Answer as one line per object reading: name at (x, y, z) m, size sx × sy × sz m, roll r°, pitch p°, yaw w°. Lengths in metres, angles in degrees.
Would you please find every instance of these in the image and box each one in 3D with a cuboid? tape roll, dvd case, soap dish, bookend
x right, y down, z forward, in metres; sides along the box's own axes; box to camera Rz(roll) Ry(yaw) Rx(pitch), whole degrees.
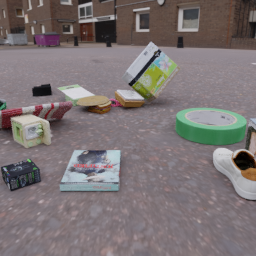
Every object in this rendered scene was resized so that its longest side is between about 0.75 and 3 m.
tape roll at (3.147, -0.133, 10.786) m, size 2.590 × 0.623 × 2.590 m, roll 0°, pitch 20°, yaw 0°
dvd case at (-0.962, 1.141, 7.943) m, size 1.509 × 0.228 × 2.067 m, roll 0°, pitch 21°, yaw 1°
soap dish at (0.063, -1.448, 13.916) m, size 1.283 × 0.521 × 1.010 m, roll -2°, pitch 34°, yaw -39°
bookend at (-5.119, -2.260, 16.629) m, size 1.090 × 0.502 × 1.083 m, roll -8°, pitch 21°, yaw -17°

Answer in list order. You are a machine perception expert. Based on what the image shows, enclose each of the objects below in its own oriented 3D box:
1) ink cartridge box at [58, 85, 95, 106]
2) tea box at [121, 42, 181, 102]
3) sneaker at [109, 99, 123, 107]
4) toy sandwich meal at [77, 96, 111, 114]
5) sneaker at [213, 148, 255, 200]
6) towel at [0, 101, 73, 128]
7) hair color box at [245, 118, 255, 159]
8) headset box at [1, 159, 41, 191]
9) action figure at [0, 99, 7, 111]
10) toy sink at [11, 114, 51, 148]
ink cartridge box at (-2.799, -1.787, 15.106) m, size 1.321 × 0.435 × 1.815 m, roll -17°, pitch 35°, yaw -38°
tea box at (1.137, -2.797, 14.331) m, size 2.043 × 2.076 × 1.387 m, roll 40°, pitch -11°, yaw -8°
sneaker at (-0.519, -1.293, 14.323) m, size 1.016 × 0.401 × 0.484 m, roll 8°, pitch 12°, yaw 4°
toy sandwich meal at (-1.622, -1.132, 13.597) m, size 1.752 × 0.600 × 1.752 m, roll -4°, pitch 19°, yaw 1°
sneaker at (2.992, 0.882, 7.571) m, size 0.852 × 0.991 × 2.340 m, roll -3°, pitch 19°, yaw -4°
towel at (-3.731, -0.494, 10.895) m, size 2.828 × 0.322 × 2.037 m, roll -11°, pitch -7°, yaw -26°
hair color box at (3.893, 0.824, 7.152) m, size 0.831 × 1.357 × 2.741 m, roll 1°, pitch 21°, yaw 3°
headset box at (-2.822, 1.224, 7.466) m, size 0.865 × 0.401 × 0.753 m, roll -14°, pitch 25°, yaw -34°
action figure at (-6.034, -0.893, 12.495) m, size 1.606 × 0.743 × 2.719 m, roll -28°, pitch 19°, yaw -4°
toy sink at (-3.396, 0.128, 9.716) m, size 1.357 × 0.884 × 0.760 m, roll 19°, pitch 28°, yaw 39°
